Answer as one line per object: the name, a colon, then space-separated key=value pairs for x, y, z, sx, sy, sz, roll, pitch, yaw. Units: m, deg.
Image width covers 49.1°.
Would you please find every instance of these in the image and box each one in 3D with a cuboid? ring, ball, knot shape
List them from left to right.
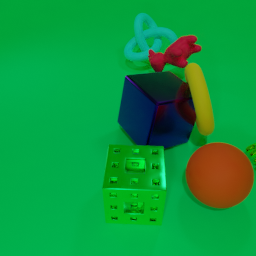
knot shape: x=0.894 y=-2.980 z=9.827 sx=1.773 sy=0.875 sz=1.894 roll=20 pitch=80 yaw=-5
ring: x=1.650 y=-0.660 z=6.512 sx=0.342 sy=1.708 sz=1.708 roll=-14 pitch=39 yaw=11
ball: x=1.768 y=0.911 z=5.462 sx=1.260 sy=1.260 sz=1.260 roll=0 pitch=40 yaw=0

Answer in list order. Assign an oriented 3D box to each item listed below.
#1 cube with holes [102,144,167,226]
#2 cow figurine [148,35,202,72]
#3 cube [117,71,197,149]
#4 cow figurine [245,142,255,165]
cube with holes: x=0.131 y=1.087 z=5.404 sx=1.076 sy=1.076 sz=1.076 roll=2 pitch=40 yaw=2
cow figurine: x=1.366 y=-2.309 z=8.719 sx=1.445 sy=0.793 sz=1.422 roll=-45 pitch=34 yaw=-9
cube: x=0.723 y=-0.435 z=6.795 sx=1.369 sy=1.369 sz=1.369 roll=-12 pitch=41 yaw=-29
cow figurine: x=3.200 y=0.554 z=6.220 sx=0.889 sy=0.904 sz=0.496 roll=-35 pitch=21 yaw=14
